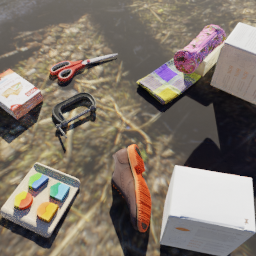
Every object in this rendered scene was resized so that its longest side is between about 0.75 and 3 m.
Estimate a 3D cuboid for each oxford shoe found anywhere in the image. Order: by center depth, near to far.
[{"bbox_3d":[0.061,1.813,8.388,0.962,0.944,2.651,-19,51,16],"label":"oxford shoe"}]

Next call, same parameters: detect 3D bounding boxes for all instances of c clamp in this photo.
[{"bbox_3d":[-1.942,-0.568,10.408,1.927,0.261,1.646,-36,57,-22],"label":"c clamp"}]

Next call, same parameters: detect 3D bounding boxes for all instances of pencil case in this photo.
[{"bbox_3d":[2.451,-2.706,9.560,0.906,0.947,2.189,22,54,39],"label":"pencil case"}]

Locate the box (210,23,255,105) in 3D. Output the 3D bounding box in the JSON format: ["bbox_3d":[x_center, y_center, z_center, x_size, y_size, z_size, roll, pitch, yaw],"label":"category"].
[{"bbox_3d":[4.861,-2.202,10.377,2.808,2.138,1.493,29,59,18],"label":"box"}]

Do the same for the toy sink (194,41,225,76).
[{"bbox_3d":[3.212,-3.110,11.837,1.037,0.891,1.591,33,66,22],"label":"toy sink"}]

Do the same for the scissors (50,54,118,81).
[{"bbox_3d":[-1.913,-2.869,12.068,2.966,0.207,1.085,-32,58,-19],"label":"scissors"}]

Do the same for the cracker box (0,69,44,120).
[{"bbox_3d":[-4.399,-1.332,10.730,1.939,0.559,1.299,33,61,21],"label":"cracker box"}]

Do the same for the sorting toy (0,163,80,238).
[{"bbox_3d":[-2.600,2.055,8.393,1.733,0.341,1.872,19,56,13],"label":"sorting toy"}]

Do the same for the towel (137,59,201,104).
[{"bbox_3d":[1.659,-1.942,11.368,2.262,0.258,1.625,-34,60,-22],"label":"towel"}]

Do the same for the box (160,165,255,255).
[{"bbox_3d":[1.856,2.169,7.036,1.814,2.382,1.267,9,54,7],"label":"box"}]
